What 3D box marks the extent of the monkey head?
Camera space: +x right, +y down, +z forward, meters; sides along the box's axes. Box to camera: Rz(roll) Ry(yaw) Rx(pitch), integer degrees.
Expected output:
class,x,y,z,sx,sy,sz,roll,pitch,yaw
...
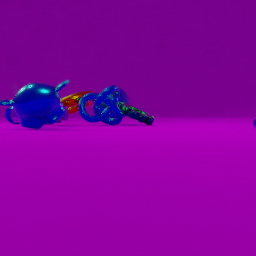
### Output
class,x,y,z,sx,sy,sz,roll,pitch,yaw
monkey head,-2.037,-0.581,6.314,1.601,0.965,1.151,-20,25,-13

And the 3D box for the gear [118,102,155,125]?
class,x,y,z,sx,sy,sz,roll,pitch,yaw
gear,0.249,-0.492,9.387,1.315,0.243,1.315,24,11,-5

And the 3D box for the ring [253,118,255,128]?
class,x,y,z,sx,sy,sz,roll,pitch,yaw
ring,3.317,-0.125,5.845,1.315,0.263,1.315,-4,3,0

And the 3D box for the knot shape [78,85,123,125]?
class,x,y,z,sx,sy,sz,roll,pitch,yaw
knot shape,-0.872,-0.653,8.741,1.358,1.452,0.671,-7,31,-14

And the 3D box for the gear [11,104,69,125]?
class,x,y,z,sx,sy,sz,roll,pitch,yaw
gear,-2.609,-0.402,8.387,1.605,0.297,1.605,-6,-11,-1

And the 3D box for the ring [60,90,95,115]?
class,x,y,z,sx,sy,sz,roll,pitch,yaw
ring,-1.969,-0.800,9.744,1.915,0.383,1.915,-23,-1,0

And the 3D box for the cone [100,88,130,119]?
class,x,y,z,sx,sy,sz,roll,pitch,yaw
cone,-0.292,-0.709,10.757,1.518,1.518,1.524,-1,16,-27

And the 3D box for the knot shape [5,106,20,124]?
class,x,y,z,sx,sy,sz,roll,pitch,yaw
knot shape,-3.633,-0.446,10.181,1.405,0.649,1.315,-1,2,-42
